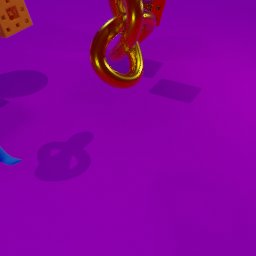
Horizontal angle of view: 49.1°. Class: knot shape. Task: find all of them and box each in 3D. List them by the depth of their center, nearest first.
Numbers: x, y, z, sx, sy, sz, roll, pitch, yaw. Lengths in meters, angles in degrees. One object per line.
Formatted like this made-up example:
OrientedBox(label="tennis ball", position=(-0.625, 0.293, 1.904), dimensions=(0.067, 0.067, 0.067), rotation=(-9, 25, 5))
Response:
OrientedBox(label="knot shape", position=(-0.049, -1.651, 4.677), dimensions=(0.789, 1.598, 1.708), rotation=(12, 48, 12))

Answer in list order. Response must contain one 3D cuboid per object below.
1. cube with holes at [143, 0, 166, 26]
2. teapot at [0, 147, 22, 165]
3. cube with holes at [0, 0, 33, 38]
OrientedBox(label="cube with holes", position=(0.546, -4.121, 8.947), dimensions=(1.136, 1.136, 1.136), rotation=(8, 41, -8))
OrientedBox(label="teapot", position=(-2.092, 0.440, 3.159), dimensions=(0.970, 1.232, 1.981), rotation=(51, 26, 7))
OrientedBox(label="cube with holes", position=(-2.883, -2.635, 6.437), dimensions=(0.799, 0.799, 0.799), rotation=(15, 46, 32))
